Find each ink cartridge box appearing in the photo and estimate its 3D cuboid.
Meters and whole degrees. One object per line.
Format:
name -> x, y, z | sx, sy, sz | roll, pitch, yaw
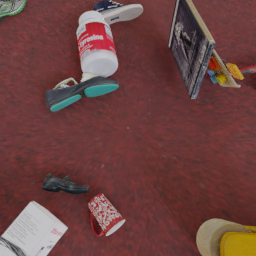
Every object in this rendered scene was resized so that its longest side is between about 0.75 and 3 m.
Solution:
ink cartridge box -> -2.378, 2.766, 6.366 | 0.805, 1.394, 1.909 | 34, 70, 14

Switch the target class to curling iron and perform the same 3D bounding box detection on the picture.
curling iron -> 4.041, -2.038, 8.930 | 2.561, 0.327, 0.635 | -6, 70, 11

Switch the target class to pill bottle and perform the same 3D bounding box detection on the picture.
pill bottle -> -1.043, -2.729, 9.076 | 1.147, 1.147, 2.043 | -10, 65, -5

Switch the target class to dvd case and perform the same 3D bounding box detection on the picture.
dvd case -> 1.743, -2.487, 8.206 | 0.214, 1.994, 2.682 | -7, 54, -8

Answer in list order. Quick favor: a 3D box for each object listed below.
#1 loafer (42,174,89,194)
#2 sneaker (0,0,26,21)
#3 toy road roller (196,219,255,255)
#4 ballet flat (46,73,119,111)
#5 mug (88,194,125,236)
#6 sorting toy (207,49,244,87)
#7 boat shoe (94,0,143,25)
loafer -> -1.633, 1.472, 7.427 | 1.257, 0.457, 0.454 | 7, 64, 3
sneaker -> -4.499, -4.447, 10.081 | 0.728, 0.795, 1.866 | 42, 71, 17
toy road roller -> 3.024, 3.217, 5.994 | 2.940, 1.807, 2.146 | 6, 77, 2
ballet flat -> -1.446, -1.246, 8.558 | 2.294, 0.838, 0.838 | -21, 67, -7
mug -> -0.650, 2.220, 7.083 | 0.798, 0.600, 0.899 | -34, 66, -17
sorting toy -> 2.484, -1.628, 7.968 | 0.329, 2.414, 1.359 | -39, 97, 6
boat shoe -> -0.403, -4.299, 10.065 | 1.775, 0.663, 0.823 | -18, 74, -7
